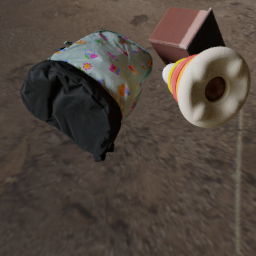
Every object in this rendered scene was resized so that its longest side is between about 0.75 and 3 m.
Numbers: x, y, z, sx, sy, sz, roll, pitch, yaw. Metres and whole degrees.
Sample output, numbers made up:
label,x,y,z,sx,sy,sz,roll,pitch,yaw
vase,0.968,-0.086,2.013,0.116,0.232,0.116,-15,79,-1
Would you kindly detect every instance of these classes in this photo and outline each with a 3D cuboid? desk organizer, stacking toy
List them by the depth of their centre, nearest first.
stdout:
label,x,y,z,sx,sy,sz,roll,pitch,yaw
stacking toy,0.936,-0.692,4.076,1.040,1.040,1.424,-15,24,-13
desk organizer,1.546,-1.405,6.158,0.976,2.536,0.909,27,82,39

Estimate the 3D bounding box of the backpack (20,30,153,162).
label,x,y,z,sx,sy,sz,roll,pitch,yaw
backpack,-0.499,-0.786,5.110,1.927,1.462,2.309,40,37,-3
